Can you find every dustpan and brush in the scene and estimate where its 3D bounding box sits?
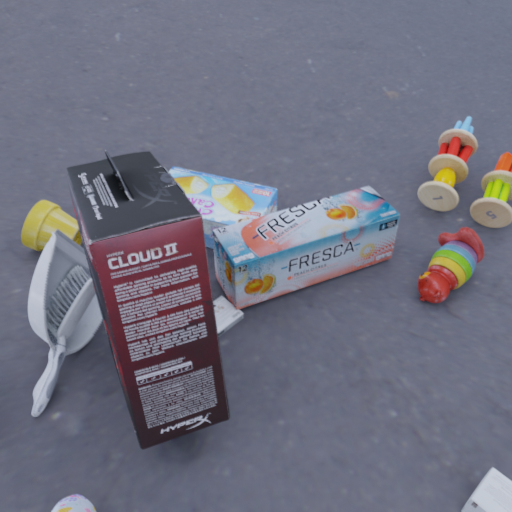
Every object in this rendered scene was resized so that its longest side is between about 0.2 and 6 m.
[{"bbox_3d":[-3.394,1.283,9.803,0.840,2.049,2.935,18,73,22],"label":"dustpan and brush"}]

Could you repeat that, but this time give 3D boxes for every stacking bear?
[{"bbox_3d":[3.777,0.295,11.130,1.551,0.942,0.882,-45,101,-24],"label":"stacking bear"}]

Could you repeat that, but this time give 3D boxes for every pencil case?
[{"bbox_3d":[-2.510,3.696,7.273,0.654,1.574,0.714,2,86,-7],"label":"pencil case"}]

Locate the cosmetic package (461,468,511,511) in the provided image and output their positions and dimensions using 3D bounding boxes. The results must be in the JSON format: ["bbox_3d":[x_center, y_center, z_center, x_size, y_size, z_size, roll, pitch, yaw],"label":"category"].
[{"bbox_3d":[3.426,3.568,8.106,0.539,0.539,0.653,35,56,28],"label":"cosmetic package"}]

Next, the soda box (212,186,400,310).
[{"bbox_3d":[0.992,-0.222,11.256,3.651,1.249,1.161,-17,44,-18],"label":"soda box"}]

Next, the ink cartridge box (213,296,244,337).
[{"bbox_3d":[-0.708,1.165,10.731,0.720,0.157,0.625,-35,54,-29],"label":"ink cartridge box"}]

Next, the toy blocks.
[{"bbox_3d":[5.159,-2.075,12.985,2.137,0.931,2.564,20,62,16],"label":"toy blocks"}]

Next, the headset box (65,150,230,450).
[{"bbox_3d":[-1.688,0.369,8.449,1.454,3.877,2.882,-15,32,-17],"label":"headset box"}]

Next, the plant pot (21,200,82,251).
[{"bbox_3d":[-4.223,-0.511,11.843,1.000,1.063,1.063,23,48,0],"label":"plant pot"}]

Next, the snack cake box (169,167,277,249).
[{"bbox_3d":[-0.965,-0.986,12.334,2.564,0.862,1.475,14,46,14],"label":"snack cake box"}]
